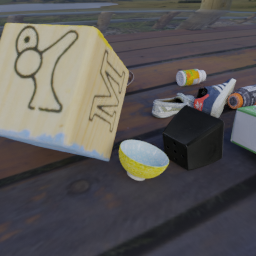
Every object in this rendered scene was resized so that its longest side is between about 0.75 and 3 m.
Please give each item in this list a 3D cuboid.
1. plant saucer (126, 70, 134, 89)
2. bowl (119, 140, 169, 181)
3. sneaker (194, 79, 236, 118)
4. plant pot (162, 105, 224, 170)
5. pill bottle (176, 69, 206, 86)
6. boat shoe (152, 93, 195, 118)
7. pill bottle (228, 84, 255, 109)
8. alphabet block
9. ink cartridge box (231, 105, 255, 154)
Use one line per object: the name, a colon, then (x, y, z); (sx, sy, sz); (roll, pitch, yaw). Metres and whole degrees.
plant saucer: (-1.031, -2.088, 13.021); (2.683, 0.430, 2.683); (-6, 34, 4)
bowl: (0.332, 0.947, 7.391); (1.339, 0.721, 1.339); (16, 21, -6)
sneaker: (3.531, -1.413, 11.442); (1.189, 1.055, 2.813); (21, 35, 25)
plant pot: (1.764, 0.371, 8.045); (1.235, 1.389, 1.392); (-30, 40, -25)
pill bottle: (3.113, -2.486, 13.712); (1.335, 0.742, 0.742); (-11, 31, -20)
boat shoe: (1.864, -0.979, 11.040); (2.136, 0.685, 0.787); (-16, 33, -27)
pill bottle: (4.828, -1.232, 11.303); (1.678, 0.891, 0.891); (-16, 33, -26)
alphabet block: (-1.788, -0.831, 7.482); (2.708, 2.773, 2.723); (10, -9, 18)
ink cartridge box: (4.882, 0.047, 8.249); (2.834, 1.195, 2.070); (-10, 24, -27)
